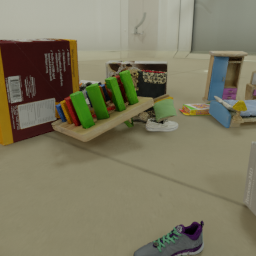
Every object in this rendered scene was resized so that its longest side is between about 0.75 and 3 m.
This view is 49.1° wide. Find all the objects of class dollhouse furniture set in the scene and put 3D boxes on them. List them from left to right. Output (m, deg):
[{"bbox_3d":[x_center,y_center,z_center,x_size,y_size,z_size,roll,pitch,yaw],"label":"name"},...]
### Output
[{"bbox_3d":[0.590,-0.576,8.413,1.598,0.617,0.799,-19,54,17],"label":"dollhouse furniture set"},{"bbox_3d":[4.315,-1.409,9.710,2.807,1.940,2.974,-2,26,-7],"label":"dollhouse furniture set"}]

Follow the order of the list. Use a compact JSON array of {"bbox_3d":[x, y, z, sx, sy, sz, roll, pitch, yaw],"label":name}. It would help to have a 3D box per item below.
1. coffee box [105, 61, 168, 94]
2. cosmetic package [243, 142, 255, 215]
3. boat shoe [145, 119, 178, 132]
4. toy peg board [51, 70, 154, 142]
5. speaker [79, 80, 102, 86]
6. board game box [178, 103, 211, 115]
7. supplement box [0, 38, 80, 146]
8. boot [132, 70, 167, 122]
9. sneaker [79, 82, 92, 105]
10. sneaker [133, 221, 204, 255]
[{"bbox_3d":[0.434,-2.327,13.250,2.817,1.592,1.125,2,20,8],"label":"coffee box"},{"bbox_3d":[2.629,1.105,3.774,1.057,1.251,2.343,-4,18,-10],"label":"cosmetic package"},{"bbox_3d":[1.069,-0.145,8.588,1.102,0.362,0.396,0,35,-17],"label":"boat shoe"},{"bbox_3d":[-0.910,-0.783,7.859,2.277,1.114,2.267,-29,23,-27],"label":"toy peg board"},{"bbox_3d":[-1.968,-2.233,14.702,1.188,0.482,0.482,9,21,26],"label":"speaker"},{"bbox_3d":[2.998,-0.721,10.656,1.987,0.298,0.949,-5,18,-6],"label":"board game box"},{"bbox_3d":[-3.097,-1.297,8.538,1.815,2.696,2.733,15,24,38],"label":"supplement box"},{"bbox_3d":[0.299,-1.123,9.544,2.263,1.709,0.817,9,21,24],"label":"boot"},{"bbox_3d":[-2.070,-1.277,11.224,0.877,0.940,2.372,8,22,19],"label":"sneaker"},{"bbox_3d":[0.554,1.511,3.788,1.040,0.455,0.387,-7,20,-21],"label":"sneaker"}]
